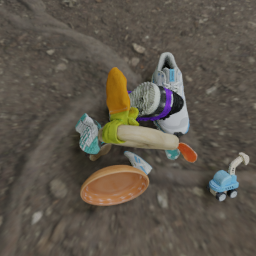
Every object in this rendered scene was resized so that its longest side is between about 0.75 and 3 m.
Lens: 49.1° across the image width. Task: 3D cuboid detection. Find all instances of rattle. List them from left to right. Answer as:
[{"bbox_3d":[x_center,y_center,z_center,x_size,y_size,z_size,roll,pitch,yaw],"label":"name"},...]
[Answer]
[{"bbox_3d":[0.558,-0.179,6.645,2.398,1.561,1.713,7,65,-16],"label":"rattle"}]

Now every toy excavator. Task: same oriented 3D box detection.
[{"bbox_3d":[2.536,1.193,7.013,1.016,1.045,0.522,-10,26,-17],"label":"toy excavator"}]

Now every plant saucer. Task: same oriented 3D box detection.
[{"bbox_3d":[-0.308,1.299,6.415,1.574,1.574,0.295,-10,53,-7],"label":"plant saucer"}]

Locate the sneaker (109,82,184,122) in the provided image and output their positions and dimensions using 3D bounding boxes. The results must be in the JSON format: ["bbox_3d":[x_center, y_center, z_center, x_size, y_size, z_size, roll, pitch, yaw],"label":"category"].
[{"bbox_3d":[0.484,-0.565,7.852,1.387,2.788,0.969,5,88,-28],"label":"sneaker"}]

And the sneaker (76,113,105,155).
[{"bbox_3d":[-0.843,0.202,7.442,0.805,0.685,1.766,30,15,-27],"label":"sneaker"}]

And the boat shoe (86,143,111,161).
[{"bbox_3d":[-0.811,0.619,7.791,0.299,0.332,0.922,21,31,26],"label":"boat shoe"}]

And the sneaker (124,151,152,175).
[{"bbox_3d":[0.225,0.944,7.552,0.876,0.335,0.354,38,82,-1],"label":"sneaker"}]

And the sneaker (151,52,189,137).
[{"bbox_3d":[1.240,-1.120,8.580,1.102,1.274,2.940,-5,57,-4],"label":"sneaker"}]
